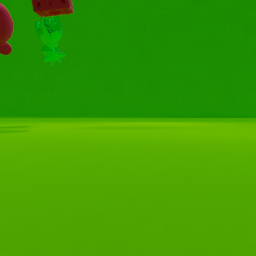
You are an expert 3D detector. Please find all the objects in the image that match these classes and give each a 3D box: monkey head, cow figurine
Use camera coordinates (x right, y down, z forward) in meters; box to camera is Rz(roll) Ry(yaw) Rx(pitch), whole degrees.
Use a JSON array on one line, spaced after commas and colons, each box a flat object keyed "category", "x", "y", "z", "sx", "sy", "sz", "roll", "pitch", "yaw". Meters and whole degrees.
[{"category": "monkey head", "x": -3.753, "y": -2.650, "z": 7.298, "sx": 1.181, "sy": 1.410, "sz": 1.960, "roll": 36, "pitch": -24, "yaw": 8}, {"category": "cow figurine", "x": -2.872, "y": -3.288, "z": 10.583, "sx": 0.934, "sy": 1.674, "sz": 1.701, "roll": -25, "pitch": 16, "yaw": -26}]

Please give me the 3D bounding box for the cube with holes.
[{"category": "cube with holes", "x": -1.993, "y": -3.497, "z": 7.321, "sx": 0.909, "sy": 0.909, "sz": 0.909, "roll": -8, "pitch": 13, "yaw": -2}]
